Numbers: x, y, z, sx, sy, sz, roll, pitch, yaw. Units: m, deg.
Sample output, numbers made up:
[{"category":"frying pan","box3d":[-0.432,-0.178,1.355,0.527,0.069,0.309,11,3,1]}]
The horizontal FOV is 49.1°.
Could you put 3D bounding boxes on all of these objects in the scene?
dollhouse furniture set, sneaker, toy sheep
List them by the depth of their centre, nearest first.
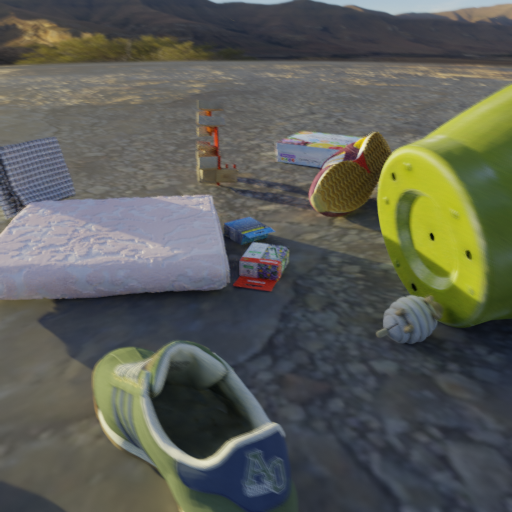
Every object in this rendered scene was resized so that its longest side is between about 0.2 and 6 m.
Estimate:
[{"category":"sneaker","box3d":[-0.611,1.189,4.617,0.979,1.311,2.920,-14,27,-30]},{"category":"toy sheep","box3d":[1.793,0.751,6.559,0.882,0.608,0.608,-16,27,-14]},{"category":"sneaker","box3d":[1.728,-1.510,11.460,1.265,1.052,2.807,-22,14,48]},{"category":"dollhouse furniture set","box3d":[-0.909,-2.435,12.835,0.870,1.689,1.670,-1,57,-7]}]

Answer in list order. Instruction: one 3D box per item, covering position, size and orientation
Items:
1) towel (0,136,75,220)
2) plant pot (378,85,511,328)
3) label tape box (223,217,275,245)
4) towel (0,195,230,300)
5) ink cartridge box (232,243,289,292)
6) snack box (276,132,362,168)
[{"category":"towel","box3d":[-4.295,-1.554,10.784,0.677,1.309,1.581,-8,16,27]},{"category":"plant pot","box3d":[3.499,-0.698,7.014,3.361,3.491,3.491,-18,27,-11]},{"category":"label tape box","box3d":[-0.116,-0.392,9.597,0.563,0.260,0.786,-16,31,-32]},{"category":"towel","box3d":[-2.247,-0.216,8.822,3.420,0.551,3.266,-3,23,-7]},{"category":"ink cartridge box","box3d":[0.085,0.145,8.309,0.603,0.279,1.107,7,23,14]},{"category":"snack box","box3d":[1.826,-2.737,14.560,2.191,0.580,1.558,14,27,29]}]
